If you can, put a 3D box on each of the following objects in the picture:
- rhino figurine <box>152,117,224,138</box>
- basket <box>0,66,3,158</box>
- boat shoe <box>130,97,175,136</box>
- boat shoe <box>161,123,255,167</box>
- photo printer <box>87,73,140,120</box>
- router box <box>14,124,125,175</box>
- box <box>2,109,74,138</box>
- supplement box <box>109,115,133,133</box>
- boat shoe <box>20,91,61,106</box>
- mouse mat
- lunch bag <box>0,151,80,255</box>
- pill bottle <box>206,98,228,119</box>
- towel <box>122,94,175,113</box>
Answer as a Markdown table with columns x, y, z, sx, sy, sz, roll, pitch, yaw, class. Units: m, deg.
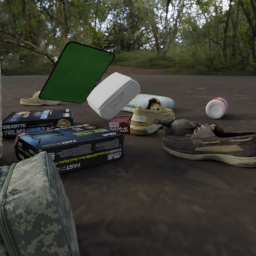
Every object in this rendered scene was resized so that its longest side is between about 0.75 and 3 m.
| x | y | z | sx | sy | sz | roll | pitch | yaw | class |
| --- | --- | --- | --- | --- | --- | --- | --- | --- | --- |
| 1.837 | 0.125 | 7.929 | 2.216 | 0.663 | 0.969 | 12 | 3 | 32 | rhino figurine |
| -3.885 | -0.347 | 6.032 | 1.588 | 2.575 | 1.745 | 9 | 15 | 16 | basket |
| 0.988 | -0.548 | 9.871 | 1.018 | 1.082 | 2.842 | 6 | 15 | 24 | boat shoe |
| 2.002 | 0.292 | 6.802 | 2.399 | 0.879 | 0.894 | 6 | 15 | 23 | boat shoe |
| -0.667 | -1.319 | 10.884 | 1.814 | 0.757 | 2.180 | -42 | 28 | -4 | photo printer |
| -1.386 | 0.443 | 6.650 | 2.124 | 0.660 | 1.591 | -11 | 17 | -37 | router box |
| -2.965 | -0.235 | 9.544 | 2.189 | 0.548 | 2.206 | -6 | 13 | -10 | box |
| -0.194 | -0.158 | 9.690 | 0.673 | 0.377 | 1.237 | -2 | 12 | 12 | supplement box |
| -4.718 | -1.618 | 15.105 | 2.103 | 0.728 | 0.775 | -3 | 14 | -14 | boat shoe |
| -1.299 | -1.330 | 7.167 | 1.480 | 1.839 | 0.069 | 3 | 46 | -46 | mouse mat |
| -1.379 | 1.089 | 3.164 | 1.376 | 1.143 | 1.641 | -20 | 17 | -12 | lunch bag |
| 3.802 | -0.870 | 11.885 | 0.780 | 0.780 | 1.389 | 6 | 14 | 24 | pill bottle |
| 0.679 | -1.162 | 13.589 | 2.156 | 0.606 | 2.519 | -15 | 20 | -38 | towel |
